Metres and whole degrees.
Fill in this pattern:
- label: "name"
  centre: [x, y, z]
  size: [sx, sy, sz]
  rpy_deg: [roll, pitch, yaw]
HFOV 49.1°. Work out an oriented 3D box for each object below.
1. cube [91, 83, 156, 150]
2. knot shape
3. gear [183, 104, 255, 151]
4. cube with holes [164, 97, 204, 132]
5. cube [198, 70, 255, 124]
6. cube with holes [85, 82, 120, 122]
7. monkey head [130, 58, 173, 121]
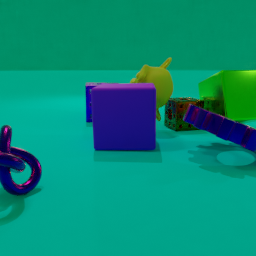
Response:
- label: "cube"
  centre: [-0.051, -0.318, 6.588]
  size: [1.365, 1.365, 1.365]
  rpy_deg: [0, 13, 3]
- label: "knot shape"
  centre: [-1.730, 0.397, 4.058]
  size: [0.488, 1.056, 0.988]
  rpy_deg: [-34, 49, -2]
- label: "gear"
  centre: [2.152, 0.023, 5.840]
  size: [1.996, 0.369, 1.996]
  rpy_deg: [20, 10, -4]
- label: "cube with holes"
  centre: [1.640, -0.430, 8.296]
  size: [0.855, 0.855, 0.855]
  rpy_deg: [-4, 13, -15]
- label: "cube"
  centre: [3.007, -0.822, 8.083]
  size: [1.367, 1.367, 1.367]
  rpy_deg: [-3, -5, -14]
- label: "cube with holes"
  centre: [-0.839, -0.910, 9.578]
  size: [1.188, 1.188, 1.188]
  rpy_deg: [-1, 14, -7]
- label: "monkey head"
  centre: [0.665, -1.175, 8.142]
  size: [1.116, 1.851, 1.332]
  rpy_deg: [8, 4, -19]
